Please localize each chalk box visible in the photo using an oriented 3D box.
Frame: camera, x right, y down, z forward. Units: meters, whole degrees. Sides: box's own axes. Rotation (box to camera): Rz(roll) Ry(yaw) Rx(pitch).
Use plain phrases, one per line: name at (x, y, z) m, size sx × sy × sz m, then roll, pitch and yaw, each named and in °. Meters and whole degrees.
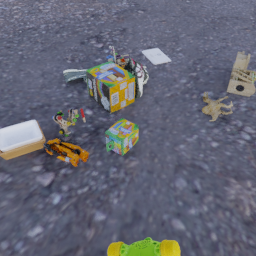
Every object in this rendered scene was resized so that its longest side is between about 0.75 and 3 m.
chalk box at (-0.926, -1.994, 12.681) m, size 1.434 × 1.444 × 2.314 m, roll -27°, pitch 49°, yaw -27°
chalk box at (-0.300, 0.399, 10.443) m, size 0.822 × 0.828 × 1.326 m, roll 25°, pitch 49°, yaw 27°

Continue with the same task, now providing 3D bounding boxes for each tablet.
tablet at (1.622, -4.155, 16.144) m, size 1.121 × 0.118 × 1.723 m, roll -15°, pitch 44°, yaw -17°

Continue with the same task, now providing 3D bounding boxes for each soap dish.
soap dish at (-4.032, 0.435, 10.511) m, size 1.642 × 0.667 × 1.292 m, roll -19°, pitch 45°, yaw -20°

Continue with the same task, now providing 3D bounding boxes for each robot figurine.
robot figurine at (-2.268, 0.831, 10.065) m, size 1.569 × 0.457 × 1.137 m, roll 21°, pitch 19°, yaw 23°

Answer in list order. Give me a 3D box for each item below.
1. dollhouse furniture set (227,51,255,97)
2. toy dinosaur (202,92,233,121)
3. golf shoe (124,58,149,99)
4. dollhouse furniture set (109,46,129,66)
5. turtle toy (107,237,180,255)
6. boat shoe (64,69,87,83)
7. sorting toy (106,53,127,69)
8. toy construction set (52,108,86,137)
dollhouse furniture set at (5.700, -2.936, 13.389) m, size 1.206 × 1.918 × 2.169 m, roll 16°, pitch 45°, yaw 16°
toy dinosaur at (3.839, -0.786, 12.073) m, size 1.241 × 0.714 × 2.454 m, roll -10°, pitch 32°, yaw 12°
golf shoe at (0.537, -2.403, 13.513) m, size 1.139 × 0.998 × 2.585 m, roll 10°, pitch 48°, yaw -21°
dollhouse furniture set at (-0.463, -3.520, 14.502) m, size 1.288 × 1.154 × 1.625 m, roll -13°, pitch 46°, yaw -4°
turtle toy at (0.379, 3.711, 6.325) m, size 1.808 × 1.254 × 2.481 m, roll -11°, pitch 40°, yaw 23°
boat shoe at (-2.223, -2.592, 14.152) m, size 2.005 × 0.730 × 0.619 m, roll -3°, pitch 85°, yaw -13°
sorting toy at (-0.494, -3.821, 15.667) m, size 0.978 × 0.237 × 1.736 m, roll -27°, pitch 48°, yaw -27°
toy construction set at (-2.232, -0.206, 10.944) m, size 1.228 × 0.944 × 1.024 m, roll -8°, pitch 17°, yaw 19°
